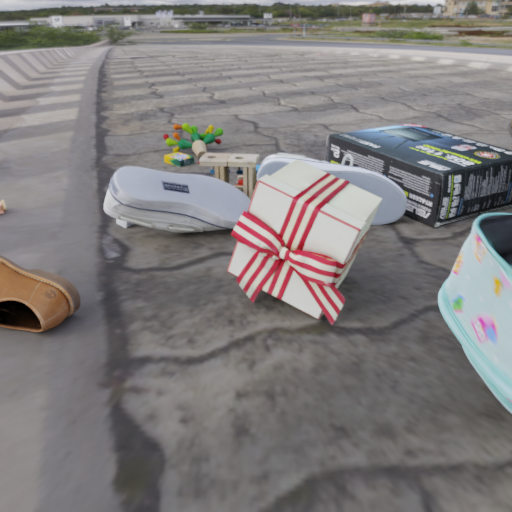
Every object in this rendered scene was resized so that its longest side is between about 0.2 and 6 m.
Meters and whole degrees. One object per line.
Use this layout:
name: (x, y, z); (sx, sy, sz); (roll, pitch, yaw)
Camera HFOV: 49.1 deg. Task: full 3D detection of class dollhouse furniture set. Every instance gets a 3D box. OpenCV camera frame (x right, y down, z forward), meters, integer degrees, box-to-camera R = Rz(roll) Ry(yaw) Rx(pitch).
dollhouse furniture set: (-0.457, -1.649, 11.662); (1.141, 1.148, 1.628); (4, 27, 7)

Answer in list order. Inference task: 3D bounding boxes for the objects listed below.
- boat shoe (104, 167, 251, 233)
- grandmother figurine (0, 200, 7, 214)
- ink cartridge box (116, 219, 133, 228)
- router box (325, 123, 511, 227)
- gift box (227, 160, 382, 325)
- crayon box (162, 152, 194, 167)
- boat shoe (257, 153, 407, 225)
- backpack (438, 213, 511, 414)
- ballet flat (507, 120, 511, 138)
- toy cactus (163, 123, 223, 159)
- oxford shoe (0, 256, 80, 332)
boat shoe: (-1.338, -0.840, 10.184); (2.829, 0.930, 1.018); (4, 54, -34)
grandmother figurine: (-5.510, -0.877, 11.081); (1.030, 0.312, 0.625); (-18, 3, -28)
ink cartridge box: (-2.333, -1.089, 10.579); (0.261, 1.037, 0.565); (27, 36, 19)
router box: (3.616, -1.928, 12.276); (2.689, 1.115, 3.588); (-14, 29, -28)
gift box: (0.703, -0.135, 8.000); (1.711, 1.854, 1.731); (23, 28, 15)
crayon box: (-2.048, -2.517, 14.578); (0.767, 0.198, 0.482); (21, 32, 37)
boat shoe: (1.479, -1.431, 11.023); (2.912, 1.076, 1.241); (11, 29, 0)
backpack: (3.154, 0.627, 5.631); (2.531, 1.940, 2.225); (7, 37, -24)
ballet flat: (5.833, -1.720, 10.805); (0.984, 0.677, 2.921); (2, 58, -29)
toy cactus: (-1.655, -3.073, 15.345); (1.632, 0.834, 1.347); (-5, 45, -17)
oxford shoe: (-3.630, 0.502, 7.612); (2.327, 0.830, 0.829); (10, 32, 17)
